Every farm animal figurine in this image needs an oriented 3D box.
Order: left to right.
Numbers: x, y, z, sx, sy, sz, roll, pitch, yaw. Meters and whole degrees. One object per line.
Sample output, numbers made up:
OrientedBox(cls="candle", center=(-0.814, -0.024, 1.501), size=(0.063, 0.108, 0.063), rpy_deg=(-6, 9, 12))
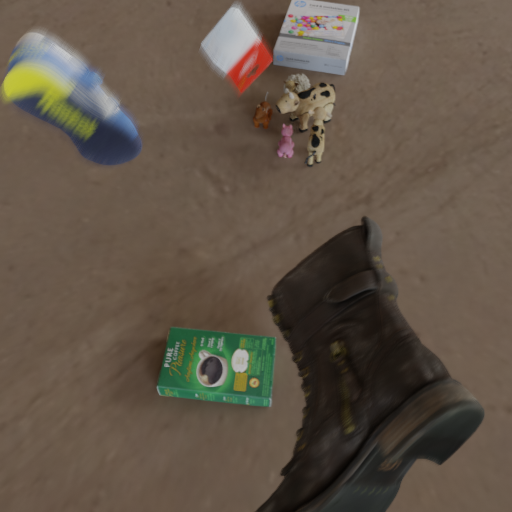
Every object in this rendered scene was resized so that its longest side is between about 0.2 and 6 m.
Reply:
OrientedBox(cls="farm animal figurine", center=(0.828, -2.570, 9.961), size=(1.712, 0.893, 1.693), rpy_deg=(37, 63, 23))

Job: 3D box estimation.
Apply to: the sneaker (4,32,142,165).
OrientedBox(cls="sneaker", center=(-2.155, -1.894, 6.950), size=(0.791, 2.140, 0.880), rpy_deg=(-23, 61, 12))

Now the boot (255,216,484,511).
OrientedBox(cls="boot", center=(0.560, 1.057, 4.775), size=(2.389, 0.827, 2.080), rpy_deg=(-45, 43, 17))

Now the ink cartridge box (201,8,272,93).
OrientedBox(cls="ink cartridge box", center=(-0.295, -2.978, 8.163), size=(0.931, 0.745, 0.220), rpy_deg=(57, 37, 4))

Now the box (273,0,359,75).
OrientedBox(cls="box", center=(1.282, -4.611, 11.688), size=(1.494, 0.394, 1.916), rpy_deg=(12, 55, 8))

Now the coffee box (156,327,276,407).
OrientedBox(cls="coffee box", center=(-0.505, 1.475, 7.507), size=(1.495, 0.329, 0.919), rpy_deg=(4, 55, 2))
